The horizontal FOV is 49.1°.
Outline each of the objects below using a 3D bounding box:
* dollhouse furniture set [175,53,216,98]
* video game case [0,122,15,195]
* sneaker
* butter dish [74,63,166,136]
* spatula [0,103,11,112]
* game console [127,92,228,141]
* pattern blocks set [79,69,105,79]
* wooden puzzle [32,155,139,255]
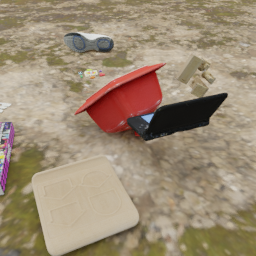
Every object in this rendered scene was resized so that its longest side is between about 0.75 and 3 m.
[{"bbox_3d":[2.336,-2.032,10.184,1.318,1.253,1.074,21,28,-24],"label":"dollhouse furniture set"},{"bbox_3d":[-4.916,0.933,8.267,2.682,0.530,2.959,-8,37,-11],"label":"video game case"},{"bbox_3d":[-2.251,-4.980,16.257,2.906,1.083,1.266,7,27,-3],"label":"sneaker"},{"bbox_3d":[0.059,-0.660,9.422,2.707,2.001,2.699,-33,6,-39],"label":"butter dish"},{"bbox_3d":[-5.272,-0.851,11.164,1.015,0.081,0.705,7,39,13],"label":"spatula"},{"bbox_3d":[1.224,-0.509,7.529,2.095,1.219,1.842,-12,29,-22],"label":"game console"},{"bbox_3d":[-1.791,-2.648,13.622,1.144,0.093,1.005,-17,39,-21],"label":"pattern blocks set"},{"bbox_3d":[-1.139,1.849,7.066,2.149,0.537,2.320,-15,43,-19],"label":"wooden puzzle"}]
